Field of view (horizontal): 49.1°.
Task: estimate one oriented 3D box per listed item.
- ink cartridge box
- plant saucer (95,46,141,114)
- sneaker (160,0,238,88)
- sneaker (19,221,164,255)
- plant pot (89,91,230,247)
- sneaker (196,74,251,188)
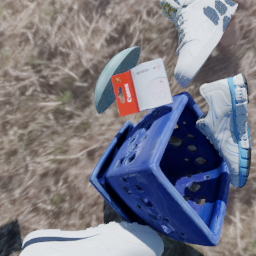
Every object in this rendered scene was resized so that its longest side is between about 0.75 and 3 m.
[{"bbox_3d":[0.237,-0.736,5.249,1.055,0.301,0.858,-14,86,9],"label":"ink cartridge box"},{"bbox_3d":[-0.331,-1.177,6.555,0.350,1.820,1.820,34,86,5],"label":"plant saucer"},{"bbox_3d":[1.212,-2.140,6.063,1.549,0.988,2.681,31,61,0],"label":"sneaker"},{"bbox_3d":[-0.721,2.634,5.384,2.914,1.173,1.113,-9,111,1],"label":"sneaker"},{"bbox_3d":[0.674,0.921,5.883,2.245,2.019,2.245,52,42,-21],"label":"plant pot"},{"bbox_3d":[1.780,0.109,5.225,0.943,0.816,2.177,-3,109,26],"label":"sneaker"}]
